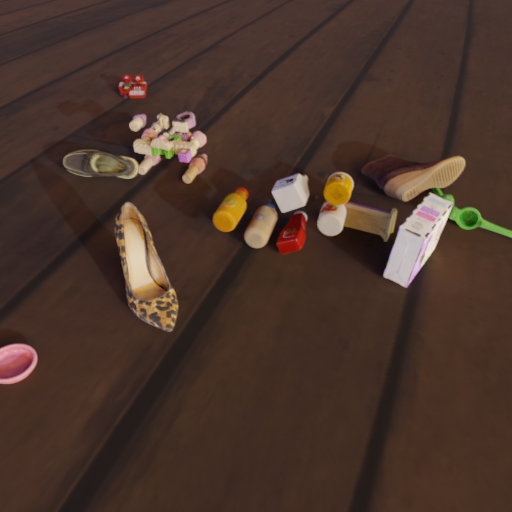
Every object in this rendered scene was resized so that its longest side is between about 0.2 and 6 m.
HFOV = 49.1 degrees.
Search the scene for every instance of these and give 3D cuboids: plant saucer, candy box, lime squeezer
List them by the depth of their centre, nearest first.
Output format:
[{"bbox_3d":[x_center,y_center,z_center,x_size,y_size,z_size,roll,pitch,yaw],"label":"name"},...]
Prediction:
[{"bbox_3d":[-3.949,1.775,9.065,0.791,0.200,0.791,0,37,0],"label":"plant saucer"},{"bbox_3d":[3.138,-0.322,10.857,0.532,1.248,1.488,28,46,22],"label":"candy box"},{"bbox_3d":[4.609,-0.929,12.432,0.982,0.524,2.780,9,24,-42],"label":"lime squeezer"}]

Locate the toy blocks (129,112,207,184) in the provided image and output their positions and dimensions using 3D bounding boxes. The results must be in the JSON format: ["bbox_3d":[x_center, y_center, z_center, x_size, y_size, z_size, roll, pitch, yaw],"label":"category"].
[{"bbox_3d":[-2.030,-2.997,13.839,1.691,1.809,1.523,13,46,16],"label":"toy blocks"}]

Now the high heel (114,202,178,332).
[{"bbox_3d":[-1.993,0.168,9.942,0.821,1.639,2.299,-17,41,-20],"label":"high heel"}]

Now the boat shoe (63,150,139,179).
[{"bbox_3d":[-3.860,-2.267,13.668,1.916,0.685,0.630,8,0,7],"label":"boat shoe"}]

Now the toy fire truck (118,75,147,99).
[{"bbox_3d":[-3.977,-5.370,18.001,0.923,0.517,0.775,1,56,3],"label":"toy fire truck"}]

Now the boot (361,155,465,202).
[{"bbox_3d":[3.753,-2.141,13.467,1.990,0.720,1.655,-26,42,-11],"label":"boot"}]

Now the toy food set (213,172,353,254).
[{"bbox_3d":[0.727,-1.022,11.504,2.945,1.406,1.325,-17,28,28],"label":"toy food set"}]

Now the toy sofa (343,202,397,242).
[{"bbox_3d":[2.273,-0.884,12.132,1.460,0.605,0.713,16,42,19],"label":"toy sofa"}]
